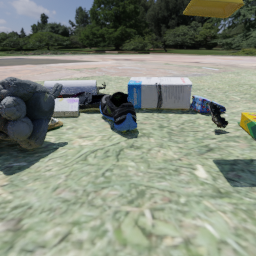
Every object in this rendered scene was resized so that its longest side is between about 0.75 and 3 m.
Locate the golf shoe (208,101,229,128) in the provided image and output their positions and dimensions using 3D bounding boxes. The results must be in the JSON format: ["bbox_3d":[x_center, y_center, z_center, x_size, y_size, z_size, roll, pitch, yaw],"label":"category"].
[{"bbox_3d":[2.862,-0.397,9.213,0.382,0.982,0.464,-31,2,-24],"label":"golf shoe"}]

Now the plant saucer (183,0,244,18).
[{"bbox_3d":[2.169,-3.214,7.253,1.267,0.307,1.266,5,7,-1],"label":"plant saucer"}]

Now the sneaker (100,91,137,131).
[{"bbox_3d":[-0.313,-0.773,9.964,0.997,1.165,2.811,-4,19,-18],"label":"sneaker"}]

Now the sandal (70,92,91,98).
[{"bbox_3d":[-2.237,-1.257,12.355,2.460,0.589,0.925,-7,19,-20],"label":"sandal"}]

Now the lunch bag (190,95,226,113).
[{"bbox_3d":[3.392,-0.955,11.650,1.262,0.594,0.950,5,14,-15],"label":"lunch bag"}]

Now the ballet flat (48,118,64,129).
[{"bbox_3d":[-2.619,-0.145,9.318,0.418,0.384,1.217,11,21,30],"label":"ballet flat"}]

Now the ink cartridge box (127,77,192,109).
[{"bbox_3d":[1.390,-1.602,12.527,2.676,1.128,1.954,2,18,6],"label":"ink cartridge box"}]

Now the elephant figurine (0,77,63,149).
[{"bbox_3d":[-3.738,-0.379,7.968,2.966,2.098,2.301,-8,-16,26],"label":"elephant figurine"}]

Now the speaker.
[{"bbox_3d":[-2.701,-1.766,13.280,2.430,0.987,0.987,-1,18,-5],"label":"speaker"}]

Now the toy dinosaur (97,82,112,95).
[{"bbox_3d":[-1.638,-1.881,14.310,2.563,0.608,1.130,2,33,5],"label":"toy dinosaur"}]

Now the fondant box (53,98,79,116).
[{"bbox_3d":[-2.474,-0.820,11.005,1.061,0.309,0.765,-1,46,-5],"label":"fondant box"}]

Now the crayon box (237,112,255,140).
[{"bbox_3d":[4.438,-0.080,8.910,1.302,0.521,2.050,1,18,2],"label":"crayon box"}]

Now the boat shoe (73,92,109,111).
[{"bbox_3d":[-1.595,-1.123,11.603,2.075,0.646,0.774,1,47,1],"label":"boat shoe"}]
